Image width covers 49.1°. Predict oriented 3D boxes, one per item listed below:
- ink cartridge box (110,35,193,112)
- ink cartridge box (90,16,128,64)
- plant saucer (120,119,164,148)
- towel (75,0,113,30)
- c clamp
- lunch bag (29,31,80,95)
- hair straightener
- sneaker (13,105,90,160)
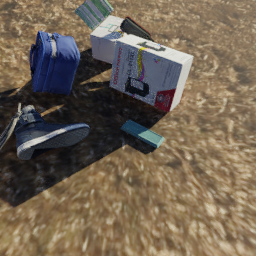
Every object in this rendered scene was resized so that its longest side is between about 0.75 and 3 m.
[{"bbox_3d":[0.653,-1.748,8.859,2.278,1.660,0.943,25,38,20],"label":"ink cartridge box"},{"bbox_3d":[-0.584,-3.318,10.593,1.058,1.063,1.448,22,55,17],"label":"ink cartridge box"},{"bbox_3d":[0.433,0.142,8.442,1.322,0.125,0.462,29,53,20],"label":"plant saucer"},{"bbox_3d":[-1.165,-4.026,9.614,1.173,0.895,0.137,-28,30,35],"label":"towel"},{"bbox_3d":[-3.383,0.222,7.685,1.649,0.223,1.409,-52,28,9],"label":"c clamp"},{"bbox_3d":[-2.435,-2.075,8.878,1.305,1.972,1.340,0,45,-29],"label":"lunch bag"},{"bbox_3d":[0.772,-2.835,9.820,2.613,0.535,1.006,40,28,-13],"label":"hair straightener"},{"bbox_3d":[-2.289,-0.104,8.213,2.109,0.802,1.524,-17,56,-13],"label":"sneaker"}]
